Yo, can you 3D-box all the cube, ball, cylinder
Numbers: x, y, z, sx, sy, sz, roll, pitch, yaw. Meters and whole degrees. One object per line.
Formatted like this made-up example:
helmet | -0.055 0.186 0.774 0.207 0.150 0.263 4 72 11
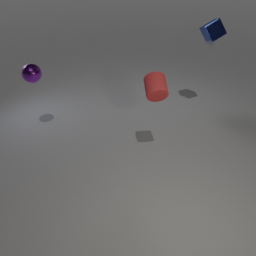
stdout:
cube | 3.489 -4.000 11.517 0.700 0.700 0.700 -31 16 4
ball | -3.516 -1.996 10.229 0.700 0.700 0.700 0 31 0
cylinder | 0.878 -1.289 8.790 0.700 0.700 0.700 -4 64 -7
